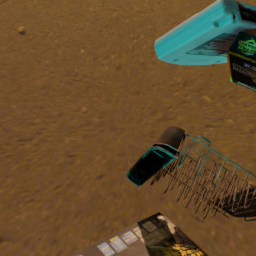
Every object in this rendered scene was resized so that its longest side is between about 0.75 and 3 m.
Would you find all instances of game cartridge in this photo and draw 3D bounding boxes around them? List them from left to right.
[{"bbox_3d":[1.803,-1.730,5.458,2.547,1.696,0.529,-10,88,-41],"label":"game cartridge"}]

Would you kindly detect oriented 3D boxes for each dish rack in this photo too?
[{"bbox_3d":[0.795,0.613,2.941,1.485,1.139,0.405,32,63,1],"label":"dish rack"}]

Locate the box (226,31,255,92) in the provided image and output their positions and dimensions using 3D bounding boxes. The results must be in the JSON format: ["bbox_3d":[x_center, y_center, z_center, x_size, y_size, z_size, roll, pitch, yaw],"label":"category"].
[{"bbox_3d":[2.694,-0.845,4.797,1.884,1.504,0.465,30,91,24],"label":"box"}]

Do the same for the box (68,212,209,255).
[{"bbox_3d":[0.193,1.486,2.188,1.748,0.429,1.409,-4,31,-47],"label":"box"}]
